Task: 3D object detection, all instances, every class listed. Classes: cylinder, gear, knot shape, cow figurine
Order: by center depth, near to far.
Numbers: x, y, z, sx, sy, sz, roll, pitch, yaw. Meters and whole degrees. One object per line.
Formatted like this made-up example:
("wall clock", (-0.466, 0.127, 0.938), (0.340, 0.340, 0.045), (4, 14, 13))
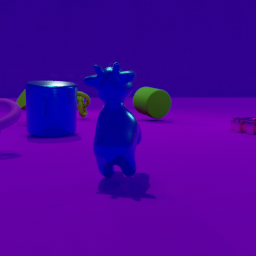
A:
("cow figurine", (-0.168, -0.112, 3.306), (0.623, 1.118, 1.136), (-5, 43, 12))
("knot shape", (-2.298, -0.073, 4.716), (1.198, 0.553, 1.121), (-22, 34, 44))
("cylinder", (-1.872, -0.497, 6.897), (1.210, 1.210, 1.210), (4, 14, -1))
("gear", (3.748, -0.068, 7.620), (1.762, 0.326, 1.762), (0, 7, 0))
("cylinder", (0.918, -0.987, 10.841), (1.100, 1.100, 1.100), (-3, 15, -27))
("knot shape", (-1.942, -1.096, 11.612), (0.531, 1.149, 1.075), (-16, -23, -29))

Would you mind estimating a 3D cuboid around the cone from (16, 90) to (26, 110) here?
("cone", (-3.115, -0.802, 9.764), (1.064, 1.064, 1.068), (7, -27, 45))
